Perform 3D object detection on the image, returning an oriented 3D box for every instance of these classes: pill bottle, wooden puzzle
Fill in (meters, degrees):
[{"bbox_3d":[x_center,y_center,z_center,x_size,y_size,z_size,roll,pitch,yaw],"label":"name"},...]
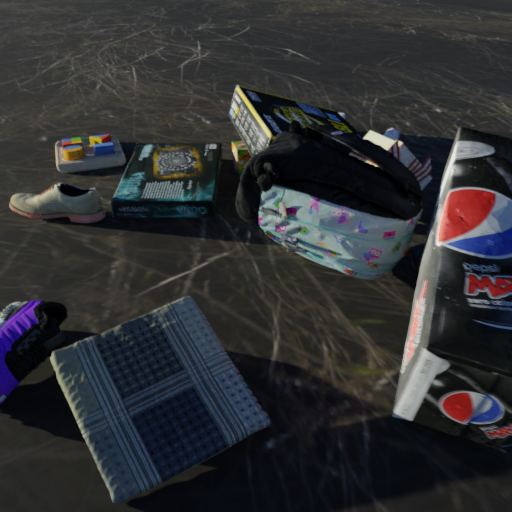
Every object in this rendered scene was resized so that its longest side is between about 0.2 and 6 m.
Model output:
[{"bbox_3d":[3.536,-3.114,14.859,0.369,0.369,0.651,16,36,22],"label":"pill bottle"},{"bbox_3d":[-4.242,-2.705,14.197,1.635,0.409,1.765,-10,35,-16],"label":"wooden puzzle"}]

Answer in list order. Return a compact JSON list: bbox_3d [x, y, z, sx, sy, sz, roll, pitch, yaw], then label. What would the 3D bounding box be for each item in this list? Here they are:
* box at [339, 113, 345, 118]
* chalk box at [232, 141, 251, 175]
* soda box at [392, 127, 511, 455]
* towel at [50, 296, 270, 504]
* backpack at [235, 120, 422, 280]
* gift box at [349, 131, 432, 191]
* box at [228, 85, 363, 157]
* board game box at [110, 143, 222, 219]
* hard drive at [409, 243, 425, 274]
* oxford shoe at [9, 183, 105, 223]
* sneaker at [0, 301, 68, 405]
[{"bbox_3d":[1.960,-3.691,15.567,0.900,0.560,0.439,14,35,20],"label":"box"},{"bbox_3d":[-0.024,-2.408,13.530,1.023,0.639,0.634,-8,34,-10],"label":"chalk box"},{"bbox_3d":[3.145,0.148,7.833,1.481,1.655,4.676,15,46,11],"label":"soda box"},{"bbox_3d":[-1.232,1.677,7.046,2.086,0.374,2.167,-22,58,-23],"label":"towel"},{"bbox_3d":[1.374,-0.929,9.846,2.950,1.867,2.462,23,44,12],"label":"backpack"},{"bbox_3d":[2.614,-1.702,11.216,1.333,1.444,1.349,31,11,-33],"label":"gift box"},{"bbox_3d":[1.102,-2.809,13.235,2.888,0.892,3.617,11,29,-20],"label":"box"},{"bbox_3d":[-1.919,-1.800,12.775,2.135,0.444,3.157,0,33,0],"label":"board game box"},{"bbox_3d":[4.105,0.234,9.508,2.584,0.547,1.743,-10,35,-11],"label":"hard drive"},{"bbox_3d":[-4.127,-1.194,11.551,2.054,0.758,0.727,4,33,6],"label":"oxford shoe"},{"bbox_3d":[-3.175,1.248,7.716,1.008,0.705,2.027,-8,33,6],"label":"sneaker"}]
